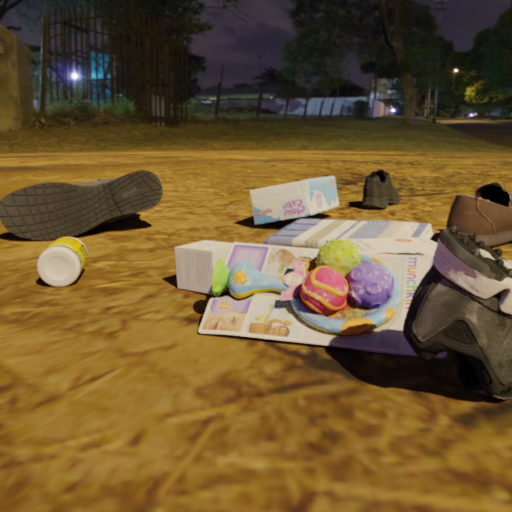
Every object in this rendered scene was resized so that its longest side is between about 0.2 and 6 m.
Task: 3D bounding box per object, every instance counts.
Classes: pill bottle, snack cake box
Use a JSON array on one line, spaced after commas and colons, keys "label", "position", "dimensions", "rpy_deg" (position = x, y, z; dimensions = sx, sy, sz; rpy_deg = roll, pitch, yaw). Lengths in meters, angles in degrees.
[{"label": "pill bottle", "position": [-2.771, 0.047, 8.130], "dimensions": [0.576, 0.576, 1.025], "rpy_deg": [-2, 14, -7]}, {"label": "snack cake box", "position": [0.931, -1.292, 12.681], "dimensions": [1.331, 0.777, 2.314], "rpy_deg": [-6, 7, 24]}]

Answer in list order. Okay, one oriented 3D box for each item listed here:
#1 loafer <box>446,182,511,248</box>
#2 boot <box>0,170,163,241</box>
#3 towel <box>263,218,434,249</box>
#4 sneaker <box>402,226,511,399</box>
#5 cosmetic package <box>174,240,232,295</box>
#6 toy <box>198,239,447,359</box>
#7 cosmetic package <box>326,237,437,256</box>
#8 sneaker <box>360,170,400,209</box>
[{"label": "loafer", "position": [4.802, -0.861, 10.833], "dimensions": [3.119, 1.107, 1.139], "rpy_deg": [-12, 18, -42]}, {"label": "boot", "position": [-3.730, -0.990, 11.994], "dimensions": [3.287, 1.147, 2.164], "rpy_deg": [-11, 4, -24]}, {"label": "towel", "position": [1.769, -0.338, 10.386], "dimensions": [2.766, 0.329, 2.032], "rpy_deg": [4, 16, 23]}, {"label": "sneaker", "position": [2.265, 0.707, 4.685], "dimensions": [2.562, 1.159, 0.851], "rpy_deg": [21, 24, -20]}, {"label": "cosmetic package", "position": [-0.638, 0.147, 7.606], "dimensions": [0.722, 0.604, 0.601], "rpy_deg": [7, 14, 38]}, {"label": "toy", "position": [0.718, 0.256, 5.994], "dimensions": [2.527, 0.597, 1.455], "rpy_deg": [2, 43, 17]}, {"label": "cosmetic package", "position": [1.977, 0.217, 7.500], "dimensions": [1.591, 0.545, 2.111], "rpy_deg": [0, 14, -11]}, {"label": "sneaker", "position": [3.468, -1.876, 15.403], "dimensions": [0.848, 1.014, 2.234], "rpy_deg": [3, 12, 22]}]
